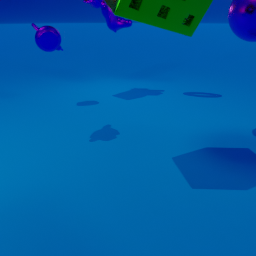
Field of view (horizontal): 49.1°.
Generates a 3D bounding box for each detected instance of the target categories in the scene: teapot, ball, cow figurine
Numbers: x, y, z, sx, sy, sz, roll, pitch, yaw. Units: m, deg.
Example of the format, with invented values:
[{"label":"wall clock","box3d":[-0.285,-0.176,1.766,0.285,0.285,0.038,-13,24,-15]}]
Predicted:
[{"label":"teapot","box3d":[-2.514,-2.831,8.890,1.301,0.809,0.637,39,11,-38]},{"label":"ball","box3d":[2.652,-2.355,5.745,1.133,1.133,1.133,0,23,0]},{"label":"cow figurine","box3d":[-0.719,-4.121,9.807,1.539,1.565,0.859,-4,19,19]}]

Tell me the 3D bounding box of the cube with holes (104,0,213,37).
[{"label":"cube with holes","box3d":[0.409,-2.263,3.765,1.302,1.302,1.302,2,44,-32]}]
